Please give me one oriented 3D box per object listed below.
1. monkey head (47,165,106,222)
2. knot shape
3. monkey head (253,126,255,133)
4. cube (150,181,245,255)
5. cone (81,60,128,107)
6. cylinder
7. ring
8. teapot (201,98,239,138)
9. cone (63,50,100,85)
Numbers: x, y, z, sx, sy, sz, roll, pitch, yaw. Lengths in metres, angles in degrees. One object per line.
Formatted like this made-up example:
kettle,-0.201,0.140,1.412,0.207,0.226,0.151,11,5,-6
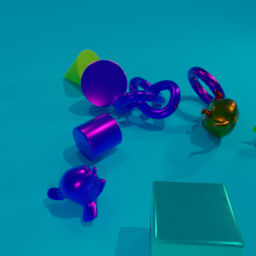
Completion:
monkey head,-0.994,1.355,5.847,1.497,0.902,1.077,-29,48,29
knot shape,0.434,-0.876,8.281,1.826,0.902,1.952,-18,29,-19
monkey head,4.071,-0.016,7.295,1.400,1.007,0.843,-6,37,-13
cube,1.053,1.849,4.839,1.308,1.308,1.308,2,32,3
cone,-0.804,-1.361,8.975,1.394,1.394,1.399,-7,5,-8
cylinder,-0.781,0.213,7.165,0.932,0.932,0.932,-29,49,-29
ring,2.353,-1.217,8.454,0.304,1.520,1.520,-40,50,-2
teapot,2.400,-0.297,7.523,0.885,1.123,1.807,19,26,0
cone,-1.774,-1.895,9.731,1.352,1.347,1.347,-5,35,34
